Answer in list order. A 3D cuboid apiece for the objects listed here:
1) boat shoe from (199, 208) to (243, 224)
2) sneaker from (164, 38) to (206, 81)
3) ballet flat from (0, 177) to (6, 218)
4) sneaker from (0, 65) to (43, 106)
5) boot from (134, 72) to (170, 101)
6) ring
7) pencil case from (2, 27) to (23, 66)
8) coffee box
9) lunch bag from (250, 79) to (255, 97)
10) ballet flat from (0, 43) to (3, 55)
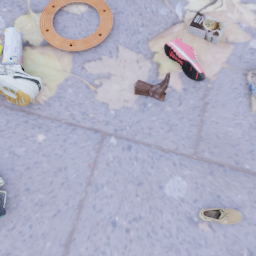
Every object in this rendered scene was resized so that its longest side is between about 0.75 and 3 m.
[{"bbox_3d":[2.859,2.676,8.524,1.322,0.427,0.471,1,69,0],"label":"boat shoe"},{"bbox_3d":[2.283,-2.643,10.418,0.884,0.751,2.038,-36,73,-14],"label":"sneaker"},{"bbox_3d":[-4.170,1.968,8.756,0.672,0.672,1.840,-20,64,-8],"label":"ballet flat"},{"bbox_3d":[-4.383,-1.818,10.098,2.864,1.083,1.256,29,53,10],"label":"sneaker"},{"bbox_3d":[0.821,-1.580,9.926,1.214,1.131,0.390,18,25,8],"label":"boot"},{"bbox_3d":[-2.063,-4.284,11.317,2.962,0.284,2.962,0,69,1],"label":"ring"},{"bbox_3d":[-4.343,-2.974,10.555,0.672,0.733,1.616,-5,68,-2],"label":"pencil case"},{"bbox_3d":[3.124,-3.939,11.045,1.281,0.511,0.724,27,71,10],"label":"coffee box"},{"bbox_3d":[5.308,-1.245,9.954,1.327,0.626,1.656,-24,71,-13],"label":"lunch bag"},{"bbox_3d":[-5.544,-2.979,10.722,1.465,0.489,0.491,-2,84,-3],"label":"ballet flat"}]
